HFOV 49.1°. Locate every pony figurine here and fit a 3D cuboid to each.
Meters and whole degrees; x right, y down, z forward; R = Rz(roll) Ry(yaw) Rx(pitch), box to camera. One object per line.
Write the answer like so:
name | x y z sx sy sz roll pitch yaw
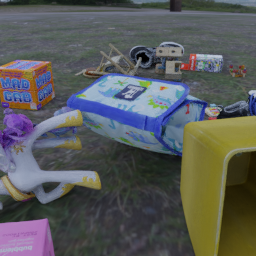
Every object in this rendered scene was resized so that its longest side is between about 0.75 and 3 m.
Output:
pony figurine | -1.991 0.440 4.958 2.512 2.425 2.091 -15 -3 -25

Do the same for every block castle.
block castle | 5.014 -2.650 12.793 0.628 0.441 0.940 4 27 7

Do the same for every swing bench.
swing bench | -0.398 -2.684 12.089 1.667 1.082 1.659 24 28 -1

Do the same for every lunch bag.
lunch bag | 0.289 -0.284 6.177 2.190 1.641 2.575 15 9 30

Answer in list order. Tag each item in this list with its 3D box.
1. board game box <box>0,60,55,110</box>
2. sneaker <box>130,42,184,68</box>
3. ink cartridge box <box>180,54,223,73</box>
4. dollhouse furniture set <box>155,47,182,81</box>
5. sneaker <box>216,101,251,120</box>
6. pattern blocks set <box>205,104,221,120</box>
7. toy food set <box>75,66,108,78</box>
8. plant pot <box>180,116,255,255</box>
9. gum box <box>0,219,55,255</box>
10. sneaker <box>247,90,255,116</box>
board game box | -3.446 -1.499 9.561 1.318 1.317 1.317 6 27 11
sneaker | 1.431 -3.597 14.059 2.797 1.056 1.592 -3 27 8
ink cartridge box | 3.418 -3.234 13.758 2.307 0.581 1.257 7 28 12
dollhouse furniture set | 1.745 -2.587 12.328 1.136 1.143 1.622 3 57 7
sneaker | 3.071 -0.050 6.974 1.911 1.088 0.721 11 29 20
pattern blocks set | 2.772 -0.505 8.965 1.063 0.098 1.209 -10 28 -19
toy food set | -1.474 -2.579 12.748 1.738 0.349 1.200 10 29 19
plant pot | 1.852 0.818 4.349 2.123 2.123 1.872 -6 21 -12
gum box | -2.176 2.040 2.996 2.889 0.955 1.640 -4 28 -8
sneaker | 3.952 -0.450 7.757 1.576 1.103 2.729 10 13 34
